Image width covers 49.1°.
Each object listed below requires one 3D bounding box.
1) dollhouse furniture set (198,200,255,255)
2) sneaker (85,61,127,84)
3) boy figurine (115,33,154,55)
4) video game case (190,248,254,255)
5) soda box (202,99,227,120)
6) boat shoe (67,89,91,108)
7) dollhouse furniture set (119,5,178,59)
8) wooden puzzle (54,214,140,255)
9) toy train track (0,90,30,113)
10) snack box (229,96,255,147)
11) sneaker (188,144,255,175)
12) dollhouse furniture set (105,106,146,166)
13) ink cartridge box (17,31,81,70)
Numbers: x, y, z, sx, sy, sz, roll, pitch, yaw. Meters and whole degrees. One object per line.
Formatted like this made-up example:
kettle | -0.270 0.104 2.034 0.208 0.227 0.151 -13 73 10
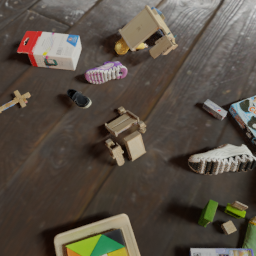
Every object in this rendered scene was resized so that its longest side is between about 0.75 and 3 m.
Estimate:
dollhouse furniture set | 3.670 3.197 8.875 2.660 1.027 1.329 24 63 13
sneaker | -1.025 -2.558 12.518 1.887 0.759 0.834 -13 54 -12
boy figurine | 0.320 -4.281 13.480 1.422 0.737 2.287 45 70 5
video game case | 2.842 4.646 8.221 1.853 0.465 2.045 -3 59 9
soda box | 3.590 -0.753 11.620 0.980 0.334 0.311 40 67 21
boat shoe | -2.033 -1.212 11.425 1.421 0.442 0.530 34 82 37
dollhouse furniture set | 1.224 -4.229 13.325 1.661 2.546 2.403 -34 84 28
wooden puzzle | -0.783 4.146 8.291 2.437 0.491 2.634 -15 65 -10
toy train track | -4.842 -1.032 11.868 1.539 0.250 0.883 -30 71 -10
snack box | 5.301 -0.166 11.213 1.359 0.434 2.339 -20 61 -12
sneaker | 3.384 1.100 10.299 2.454 0.922 0.995 -2 48 -5
dollhouse furniture set | -0.302 0.321 11.001 1.772 1.015 2.078 -31 40 -18
ink cartridge box | -3.597 -3.611 13.006 2.545 0.856 1.478 7 60 4
